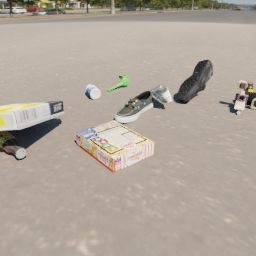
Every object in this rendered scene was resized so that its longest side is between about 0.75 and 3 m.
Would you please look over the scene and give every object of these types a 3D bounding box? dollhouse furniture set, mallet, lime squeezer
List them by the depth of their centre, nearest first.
[{"bbox_3d":[5.082,-1.002,11.175,1.614,1.279,1.145,13,44,19],"label":"dollhouse furniture set"},{"bbox_3d":[5.818,-1.680,12.997,0.894,0.559,2.716,13,28,27],"label":"mallet"},{"bbox_3d":[-0.307,-2.426,14.800,0.927,0.495,2.624,-25,19,22],"label":"lime squeezer"}]

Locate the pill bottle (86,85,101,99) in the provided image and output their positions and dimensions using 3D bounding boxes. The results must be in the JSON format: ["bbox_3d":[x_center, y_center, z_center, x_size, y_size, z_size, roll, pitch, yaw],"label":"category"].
[{"bbox_3d":[-1.651,-1.710,13.074,0.520,0.520,0.927,-11,27,-21],"label":"pill bottle"}]

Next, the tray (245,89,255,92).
[{"bbox_3d":[5.916,-1.677,13.426,0.412,0.155,0.836,3,27,7],"label":"tray"}]

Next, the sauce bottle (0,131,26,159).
[{"bbox_3d":[-3.623,0.488,8.601,1.583,0.523,0.523,23,35,38],"label":"sauce bottle"}]

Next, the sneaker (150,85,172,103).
[{"bbox_3d":[1.367,-1.395,11.909,0.615,0.719,1.651,-31,17,-2],"label":"sneaker"}]

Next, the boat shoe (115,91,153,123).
[{"bbox_3d":[0.257,-0.892,11.211,0.822,0.678,2.394,16,30,29],"label":"boat shoe"}]

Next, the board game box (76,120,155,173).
[{"bbox_3d":[-0.435,0.467,8.666,1.549,0.473,2.045,-19,32,-34],"label":"board game box"}]

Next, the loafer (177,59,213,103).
[{"bbox_3d":[3.195,-2.033,12.846,0.937,0.969,2.760,1,45,49],"label":"loafer"}]

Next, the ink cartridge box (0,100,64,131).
[{"bbox_3d":[-3.983,-0.391,8.963,2.913,0.685,2.879,-1,12,13],"label":"ink cartridge box"}]
